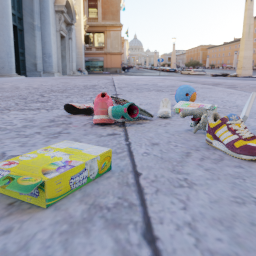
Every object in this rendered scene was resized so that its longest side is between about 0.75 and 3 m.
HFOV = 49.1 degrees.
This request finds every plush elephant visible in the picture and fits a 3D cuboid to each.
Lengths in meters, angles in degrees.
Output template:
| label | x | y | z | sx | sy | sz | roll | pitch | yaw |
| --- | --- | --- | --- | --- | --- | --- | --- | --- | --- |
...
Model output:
| label | x | y | z | sx | sy | sz | roll | pitch | yaw |
| --- | --- | --- | --- | --- | --- | --- | --- | --- | --- |
| plush elephant | 2.469 | -0.199 | 9.431 | 1.180 | 0.972 | 0.913 | -28 | 37 | 33 |

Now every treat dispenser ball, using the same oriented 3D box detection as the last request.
| label | x | y | z | sx | sy | sz | roll | pitch | yaw |
| --- | --- | --- | --- | --- | --- | --- | --- | --- | --- |
| treat dispenser ball | 3.127 | -1.746 | 15.216 | 1.182 | 1.182 | 1.182 | 0 | 13 | 0 |

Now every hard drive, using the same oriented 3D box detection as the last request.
| label | x | y | z | sx | sy | sz | roll | pitch | yaw |
| --- | --- | --- | --- | --- | --- | --- | --- | --- | --- |
| hard drive | 3.945 | -0.538 | 9.370 | 0.167 | 0.824 | 1.249 | 26 | 54 | 15 |

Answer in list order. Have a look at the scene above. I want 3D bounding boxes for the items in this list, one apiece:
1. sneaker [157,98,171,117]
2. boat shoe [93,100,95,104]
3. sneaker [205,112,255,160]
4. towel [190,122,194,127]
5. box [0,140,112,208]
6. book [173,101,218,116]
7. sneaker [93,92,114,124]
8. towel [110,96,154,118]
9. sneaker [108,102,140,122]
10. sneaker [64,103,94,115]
| label | x | y | z | sx | sy | sz | roll | pitch | yaw |
| --- | --- | --- | --- | --- | --- | --- | --- | --- | --- |
| sneaker | 1.615 | -0.926 | 12.427 | 0.627 | 0.799 | 1.608 | 2 | 13 | 7 |
| boat shoe | -1.604 | -1.514 | 15.874 | 0.427 | 0.498 | 1.362 | -37 | 5 | 32 |
| sneaker | 2.849 | 0.143 | 7.431 | 0.819 | 0.985 | 2.186 | -6 | 14 | -25 |
| towel | 2.898 | -0.099 | 10.324 | 0.748 | 0.154 | 1.003 | -12 | 18 | -40 |
| box | -1.476 | 0.830 | 5.493 | 1.374 | 0.566 | 2.341 | 8 | 13 | 28 |
| book | 3.192 | -0.881 | 13.277 | 1.829 | 0.440 | 1.222 | 8 | 19 | 25 |
| sneaker | -0.909 | -0.948 | 11.681 | 1.007 | 1.186 | 2.734 | -1 | 13 | -4 |
| towel | 0.112 | -0.863 | 11.839 | 1.615 | 0.279 | 1.555 | 27 | -1 | -30 |
| sneaker | 0.007 | -0.612 | 10.802 | 1.005 | 0.696 | 1.664 | -2 | 0 | 21 |
| sneaker | -2.153 | -0.890 | 12.960 | 1.490 | 0.497 | 0.798 | 8 | 15 | 15 |
